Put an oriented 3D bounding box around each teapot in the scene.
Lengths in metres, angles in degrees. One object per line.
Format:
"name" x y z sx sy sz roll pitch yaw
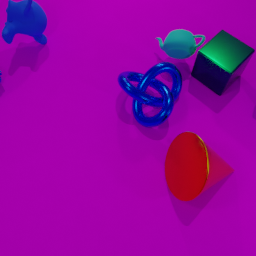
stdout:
"teapot" 1.485 -2.509 8.239 1.566 0.974 0.767 4 82 32

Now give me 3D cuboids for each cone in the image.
"cone" 2.021 0.985 6.865 1.619 1.613 1.613 9 61 -26

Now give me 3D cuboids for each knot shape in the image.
"knot shape" 0.525 -1.065 7.719 1.754 0.866 1.875 28 72 3

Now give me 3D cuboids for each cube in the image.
"cube" 2.670 -1.855 8.035 1.121 1.121 1.121 41 72 18

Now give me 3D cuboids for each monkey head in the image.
"monkey head" -3.006 -3.028 8.209 1.120 1.858 1.337 12 69 2

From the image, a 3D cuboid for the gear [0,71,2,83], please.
"gear" -4.143 -1.381 7.784 1.179 1.179 0.218 -30 67 -14
